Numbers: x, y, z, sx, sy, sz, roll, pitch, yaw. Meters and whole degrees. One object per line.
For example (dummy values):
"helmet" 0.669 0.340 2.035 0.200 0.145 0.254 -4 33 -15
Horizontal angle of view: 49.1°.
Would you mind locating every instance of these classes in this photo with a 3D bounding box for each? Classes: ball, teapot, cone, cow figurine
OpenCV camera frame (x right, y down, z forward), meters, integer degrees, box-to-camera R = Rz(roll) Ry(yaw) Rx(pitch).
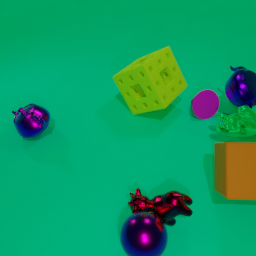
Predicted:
"ball" 0.306 2.095 5.413 0.927 0.927 0.927 0 42 0
"teapot" -2.808 -0.267 7.954 1.686 0.826 1.049 8 56 47
"cone" 2.259 -0.824 8.975 0.924 0.924 0.927 -12 17 -13
"cow figurine" 0.647 1.613 5.945 1.131 1.149 0.631 33 40 -16
"teapot" 3.303 -1.155 8.150 1.144 0.901 1.840 12 67 -27
"cow figurine" 3.237 -0.031 7.340 1.422 1.445 0.793 25 66 -28

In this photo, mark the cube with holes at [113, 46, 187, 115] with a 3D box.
"cube with holes" 0.681 -1.409 8.503 1.353 1.353 1.353 -8 27 49

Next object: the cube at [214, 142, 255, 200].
"cube" 2.563 0.887 6.063 1.131 1.131 1.131 0 86 5
